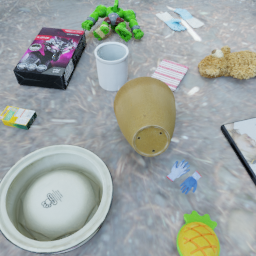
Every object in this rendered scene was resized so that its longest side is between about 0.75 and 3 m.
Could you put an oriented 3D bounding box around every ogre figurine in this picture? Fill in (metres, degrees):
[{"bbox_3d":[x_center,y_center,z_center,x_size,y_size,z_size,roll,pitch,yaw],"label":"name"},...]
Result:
[{"bbox_3d":[-0.565,-4.571,11.999,2.522,1.237,1.512,0,61,15],"label":"ogre figurine"}]

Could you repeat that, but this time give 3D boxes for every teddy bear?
[{"bbox_3d":[4.103,-2.471,10.423,2.844,0.949,2.062,11,49,8],"label":"teddy bear"}]

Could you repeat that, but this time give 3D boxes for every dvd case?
[{"bbox_3d":[4.159,0.732,8.215,1.879,0.231,2.634,-12,52,-10],"label":"dvd case"}]

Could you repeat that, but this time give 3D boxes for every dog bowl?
[{"bbox_3d":[-1.692,1.768,6.857,2.733,1.008,2.733,0,51,0],"label":"dog bowl"}]

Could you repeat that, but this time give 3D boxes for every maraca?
[{"bbox_3d":[1.621,2.518,6.416,0.971,0.758,1.417,15,39,8],"label":"maraca"}]

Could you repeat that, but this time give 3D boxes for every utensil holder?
[{"bbox_3d":[-0.549,-2.151,9.885,1.142,1.344,1.142,0,51,0],"label":"utensil holder"}]

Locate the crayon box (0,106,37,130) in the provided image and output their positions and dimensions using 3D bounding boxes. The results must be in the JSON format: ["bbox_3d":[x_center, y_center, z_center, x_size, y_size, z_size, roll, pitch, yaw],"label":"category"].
[{"bbox_3d":[-3.579,-0.338,9.083,1.019,0.263,0.640,12,51,9],"label":"crayon box"}]

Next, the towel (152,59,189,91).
[{"bbox_3d":[1.542,-1.984,10.508,1.066,0.218,1.457,22,56,18],"label":"towel"}]

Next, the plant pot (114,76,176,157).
[{"bbox_3d":[0.511,-0.158,7.510,1.836,1.836,1.970,-1,31,-1],"label":"plant pot"}]

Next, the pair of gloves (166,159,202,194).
[{"bbox_3d":[1.397,1.208,6.884,0.816,0.093,0.656,43,96,14],"label":"pair of gloves"}]

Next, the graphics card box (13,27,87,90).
[{"bbox_3d":[-2.879,-2.766,10.785,1.855,0.752,2.957,9,52,7],"label":"graphics card box"}]

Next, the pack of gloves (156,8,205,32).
[{"bbox_3d":[2.423,-5.163,13.030,1.543,0.363,1.837,-24,54,-17],"label":"pack of gloves"}]
